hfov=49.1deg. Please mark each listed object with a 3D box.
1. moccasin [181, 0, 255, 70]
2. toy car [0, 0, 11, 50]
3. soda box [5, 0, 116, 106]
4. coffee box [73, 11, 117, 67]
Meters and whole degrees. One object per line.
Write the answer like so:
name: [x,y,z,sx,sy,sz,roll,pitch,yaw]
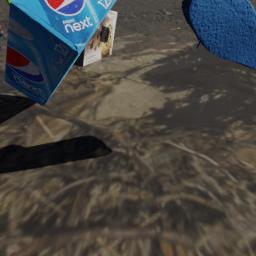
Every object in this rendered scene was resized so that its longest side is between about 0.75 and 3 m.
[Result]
moccasin: [1.938,-1.837,5.418,2.858,1.150,0.975,21,30,-40]
toy car: [-3.491,-3.399,7.497,2.530,2.688,0.600,-40,74,-16]
soda box: [-1.299,-1.283,4.552,0.936,2.917,0.990,34,69,-16]
coffee box: [-1.093,-2.481,7.345,0.904,1.281,2.266,15,23,9]
